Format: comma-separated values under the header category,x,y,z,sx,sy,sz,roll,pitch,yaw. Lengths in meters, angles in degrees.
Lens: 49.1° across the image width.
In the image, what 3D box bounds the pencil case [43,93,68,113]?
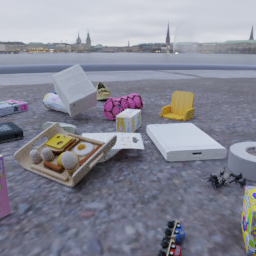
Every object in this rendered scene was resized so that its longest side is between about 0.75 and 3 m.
category,x,y,z,sx,sy,sz,roll,pitch,yaw
pencil case,-3.238,-1.199,13.711,2.036,0.847,0.924,13,7,34

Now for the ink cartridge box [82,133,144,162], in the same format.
category,x,y,z,sx,sy,sz,roll,pitch,yaw
ink cartridge box,-0.525,0.566,8.567,1.916,0.453,1.534,0,16,-2

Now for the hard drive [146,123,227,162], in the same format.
category,x,y,z,sx,sy,sz,roll,pitch,yaw
hard drive,1.776,0.383,9.298,1.808,0.366,2.741,-2,16,-8

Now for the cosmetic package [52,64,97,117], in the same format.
category,x,y,z,sx,sy,sz,roll,pitch,yaw
cosmetic package,-2.330,-1.627,12.344,1.346,1.608,1.338,-28,-17,-18

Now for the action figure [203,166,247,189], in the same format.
category,x,y,z,sx,sy,sz,roll,pitch,yaw
action figure,2.263,1.154,6.585,0.906,0.462,0.538,2,27,-1

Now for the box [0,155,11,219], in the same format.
category,x,y,z,sx,sy,sz,roll,pitch,yaw
box,-3.067,1.043,5.517,1.426,1.254,0.689,13,21,36

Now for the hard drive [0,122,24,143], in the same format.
category,x,y,z,sx,sy,sz,roll,pitch,yaw
hard drive,-4.947,0.243,9.781,2.110,0.347,1.472,-12,21,-35

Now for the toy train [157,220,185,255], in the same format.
category,x,y,z,sx,sy,sz,roll,pitch,yaw
toy train,0.641,1.927,4.304,0.362,0.270,1.581,9,19,16

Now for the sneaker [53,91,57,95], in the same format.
category,x,y,z,sx,sy,sz,roll,pitch,yaw
sneaker,-4.157,-2.653,18.796,1.974,0.774,0.651,-17,26,-42

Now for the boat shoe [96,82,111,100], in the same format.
category,x,y,z,sx,sy,sz,roll,pitch,yaw
boat shoe,-1.573,-2.271,17.338,0.972,0.838,2.664,-3,17,-9

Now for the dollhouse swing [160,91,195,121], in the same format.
category,x,y,z,sx,sy,sz,roll,pitch,yaw
dollhouse swing,2.282,-1.039,12.748,1.279,1.124,1.162,14,21,36

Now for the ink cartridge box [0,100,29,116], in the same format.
category,x,y,z,sx,sy,sz,roll,pitch,yaw
ink cartridge box,-6.208,-0.922,13.539,1.405,0.494,2.354,9,21,30

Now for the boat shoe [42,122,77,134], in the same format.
category,x,y,z,sx,sy,sz,roll,pitch,yaw
boat shoe,-2.526,0.026,10.486,1.292,0.451,0.460,7,9,6

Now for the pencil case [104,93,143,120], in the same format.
category,x,y,z,sx,sy,sz,roll,pitch,yaw
pencil case,-0.153,-1.060,12.932,0.989,1.020,2.179,-8,8,33

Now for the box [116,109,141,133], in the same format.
category,x,y,z,sx,sy,sz,roll,pitch,yaw
box,0.039,-0.270,10.907,0.620,0.688,1.224,6,18,19

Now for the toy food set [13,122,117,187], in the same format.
category,x,y,z,sx,sy,sz,roll,pitch,yaw
toy food set,-1.652,0.516,7.328,2.322,0.701,1.666,12,41,34

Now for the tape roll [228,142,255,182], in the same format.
category,x,y,z,sx,sy,sz,roll,pitch,yaw
tape roll,3.512,0.868,7.379,1.621,0.535,1.621,1,16,0

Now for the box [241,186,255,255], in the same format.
category,x,y,z,sx,sy,sz,roll,pitch,yaw
box,2.234,1.535,4.657,0.513,0.810,0.841,4,17,14
